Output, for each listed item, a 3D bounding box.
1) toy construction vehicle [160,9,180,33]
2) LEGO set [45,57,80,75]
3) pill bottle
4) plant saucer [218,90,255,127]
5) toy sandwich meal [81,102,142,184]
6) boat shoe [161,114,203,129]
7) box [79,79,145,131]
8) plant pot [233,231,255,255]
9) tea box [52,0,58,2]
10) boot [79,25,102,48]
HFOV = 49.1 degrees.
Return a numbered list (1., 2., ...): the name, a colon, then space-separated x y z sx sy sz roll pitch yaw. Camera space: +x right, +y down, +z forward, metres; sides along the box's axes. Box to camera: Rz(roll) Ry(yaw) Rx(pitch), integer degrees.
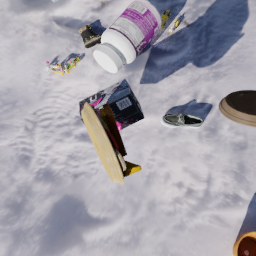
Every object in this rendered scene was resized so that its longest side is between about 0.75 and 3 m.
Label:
1. toy construction vehicle: 1.711 -4.458 11.645 0.838 0.339 0.962 31 73 10
2. LEGO set: -2.511 -2.452 10.839 1.370 0.510 0.630 -13 71 -5
3. pill bottle: -0.043 -3.443 10.658 1.539 1.539 2.741 35 75 11
4. plant saucer: 2.702 -0.467 5.948 1.482 0.218 1.482 -2 31 1
5. toy sandwich meal: -0.383 0.263 6.477 0.767 2.240 2.240 -24 72 -12
6. boat shoe: 1.947 -0.315 10.065 1.499 0.532 0.540 3 70 1
7. box: -0.503 -0.551 8.295 1.609 1.063 0.923 -26 38 8
8. plant pot: 3.727 3.777 8.418 1.272 0.890 1.272 0 71 0
9. tea box: -3.081 -6.069 12.091 0.863 0.577 0.849 -30 73 -10
10. boot: -1.386 -3.809 11.390 1.139 0.417 0.858 -27 73 -3
